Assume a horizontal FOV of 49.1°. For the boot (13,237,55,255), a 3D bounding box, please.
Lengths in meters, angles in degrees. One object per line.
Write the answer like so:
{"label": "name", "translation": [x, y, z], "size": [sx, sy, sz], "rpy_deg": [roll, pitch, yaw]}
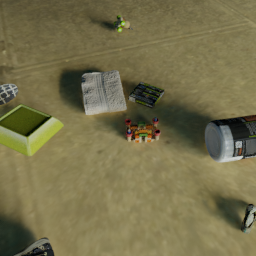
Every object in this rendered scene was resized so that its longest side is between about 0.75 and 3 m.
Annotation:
{"label": "boot", "translation": [-1.908, 2.882, 5.395], "size": [1.306, 0.472, 0.987], "rpy_deg": [-31, 56, -26]}

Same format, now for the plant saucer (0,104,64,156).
{"label": "plant saucer", "translation": [-2.916, -0.095, 7.883], "size": [1.623, 0.389, 1.626], "rpy_deg": [21, 39, 12]}

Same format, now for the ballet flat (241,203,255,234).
{"label": "ballet flat", "translation": [2.780, 1.997, 6.333], "size": [0.284, 0.315, 0.836], "rpy_deg": [23, 50, 23]}

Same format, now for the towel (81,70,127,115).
{"label": "towel", "translation": [-0.844, -1.256, 9.400], "size": [1.361, 0.354, 2.053], "rpy_deg": [-8, 47, -7]}

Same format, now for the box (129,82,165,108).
{"label": "box", "translation": [0.624, -1.115, 9.364], "size": [0.924, 0.220, 0.892], "rpy_deg": [21, 49, 20]}

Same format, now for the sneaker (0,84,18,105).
{"label": "sneaker", "translation": [-4.420, -1.068, 9.070], "size": [1.650, 0.639, 0.657], "rpy_deg": [-26, 43, -23]}

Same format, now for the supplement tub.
{"label": "supplement tub", "translation": [3.102, 0.243, 7.438], "size": [1.844, 1.130, 1.130], "rpy_deg": [-7, 47, -7]}

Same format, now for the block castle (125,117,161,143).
{"label": "block castle", "translation": [0.415, 0.021, 8.107], "size": [0.996, 0.467, 0.665], "rpy_deg": [-2, 47, -2]}

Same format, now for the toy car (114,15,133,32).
{"label": "toy car", "translation": [-0.158, -4.612, 12.595], "size": [0.765, 0.604, 0.629], "rpy_deg": [7, 43, -35]}
